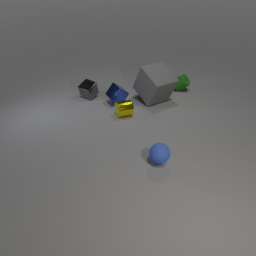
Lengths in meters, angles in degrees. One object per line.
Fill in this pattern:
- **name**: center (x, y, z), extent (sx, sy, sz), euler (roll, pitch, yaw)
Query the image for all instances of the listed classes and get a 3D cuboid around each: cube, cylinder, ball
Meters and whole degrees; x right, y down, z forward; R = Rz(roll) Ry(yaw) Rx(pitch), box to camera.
- **cube**: center (1.321, -2.141, 13.614), extent (1.400, 1.400, 1.400), euler (-19, 62, -31)
- **cylinder**: center (-0.170, -0.873, 12.575), extent (0.700, 0.700, 0.700), euler (-10, 31, -18)
- **cylinder**: center (2.858, -2.450, 15.085), extent (0.700, 0.700, 0.700), euler (-25, 12, 37)
- **ball**: center (1.053, 0.837, 9.296), extent (0.700, 0.700, 0.700), euler (0, 30, 0)
- **cube**: center (-0.526, -1.661, 13.601), extent (0.700, 0.700, 0.700), euler (21, 20, -46)
- **cube**: center (-1.998, -1.951, 14.211), extent (0.700, 0.700, 0.700), euler (23, 58, 25)
